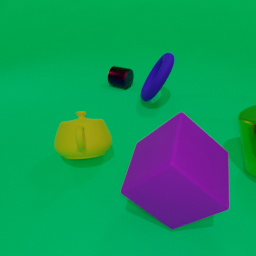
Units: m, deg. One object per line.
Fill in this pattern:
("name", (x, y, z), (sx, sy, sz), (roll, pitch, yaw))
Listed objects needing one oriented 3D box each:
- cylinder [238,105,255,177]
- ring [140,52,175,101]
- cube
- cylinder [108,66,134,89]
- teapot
("cylinder", (3.020, 0.237, 5.820), (1.257, 1.257, 1.257), (-13, 17, 4))
("ring", (0.906, -1.596, 8.789), (0.337, 1.686, 1.686), (29, 30, -10))
("cube", (0.808, 0.725, 4.639), (1.195, 1.195, 1.195), (39, 41, -15))
("cylinder", (-0.262, -1.857, 10.240), (0.723, 0.723, 0.723), (16, 35, 25))
("teapot", (-1.030, 0.129, 6.436), (1.294, 1.019, 2.082), (-4, 5, -5))
